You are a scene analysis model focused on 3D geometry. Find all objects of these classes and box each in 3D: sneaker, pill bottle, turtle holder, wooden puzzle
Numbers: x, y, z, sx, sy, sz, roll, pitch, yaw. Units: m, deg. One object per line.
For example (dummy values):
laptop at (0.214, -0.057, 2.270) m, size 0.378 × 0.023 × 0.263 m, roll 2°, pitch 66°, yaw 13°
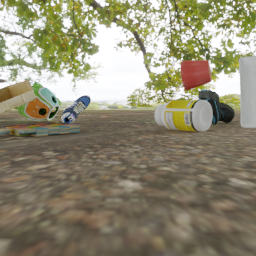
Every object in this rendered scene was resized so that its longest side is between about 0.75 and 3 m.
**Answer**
sneaker at (3.060, -0.532, 10.002) m, size 0.847 × 0.948 × 2.313 m, roll 8°, pitch -12°, yaw 45°
pill bottle at (1.453, -0.342, 7.552) m, size 0.813 × 0.813 × 1.445 m, roll -4°, pitch 7°, yaw -43°
sneaker at (-1.792, -0.584, 9.777) m, size 1.230 × 0.495 × 0.901 m, roll -33°, pitch 29°, yaw 10°
turtle holder at (-3.693, -0.956, 11.868) m, size 1.451 × 1.553 × 2.044 m, roll 29°, pitch -11°, yaw 4°
wooden puzzle at (-2.137, 0.032, 6.916) m, size 2.376 × 0.167 × 1.409 m, roll -5°, pitch 7°, yaw -42°

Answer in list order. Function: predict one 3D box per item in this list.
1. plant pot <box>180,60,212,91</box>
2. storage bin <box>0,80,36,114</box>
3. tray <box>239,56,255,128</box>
plant pot at (2.336, -1.848, 9.525) m, size 0.912 × 1.031 × 1.031 m, roll -8°, pitch 2°, yaw 21°
storage bin at (-4.178, -0.945, 9.365) m, size 1.563 × 0.738 × 1.575 m, roll -3°, pitch 23°, yaw 43°
tray at (3.213, -0.846, 6.342) m, size 1.279 × 0.264 × 2.383 m, roll 1°, pitch 49°, yaw 20°
